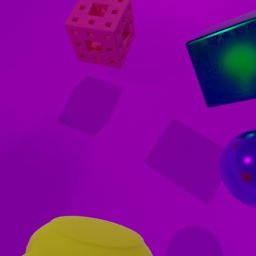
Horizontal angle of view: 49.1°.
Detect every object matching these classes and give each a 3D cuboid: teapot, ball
[{"bbox_3d":[-0.363,1.529,2.879,1.294,2.080,1.019,5,80,47],"label":"teapot"},{"bbox_3d":[1.997,0.599,4.181,1.192,1.192,1.192,0,63,0],"label":"ball"}]

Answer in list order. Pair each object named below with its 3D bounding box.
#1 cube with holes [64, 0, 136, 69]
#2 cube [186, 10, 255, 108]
[{"bbox_3d":[-0.566,-2.217,6.346,1.113,1.113,1.113,14,64,14],"label":"cube with holes"},{"bbox_3d":[2.089,-1.324,5.231,1.314,1.314,1.314,-10,21,39],"label":"cube"}]
